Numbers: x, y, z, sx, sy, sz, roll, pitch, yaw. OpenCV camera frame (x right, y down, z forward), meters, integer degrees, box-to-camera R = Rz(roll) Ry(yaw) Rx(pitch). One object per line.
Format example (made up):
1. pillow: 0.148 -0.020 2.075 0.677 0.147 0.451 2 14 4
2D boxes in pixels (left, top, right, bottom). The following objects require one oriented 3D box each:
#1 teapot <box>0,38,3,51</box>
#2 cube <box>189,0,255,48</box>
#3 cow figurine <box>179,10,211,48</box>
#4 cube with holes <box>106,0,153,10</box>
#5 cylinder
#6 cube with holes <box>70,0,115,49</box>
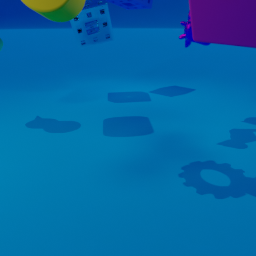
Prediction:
1. teapot: -3.888 -2.307 7.521 0.920 0.725 1.480 -27 14 -18
2. cube: 1.540 -1.821 3.390 1.200 1.200 1.200 20 55 35
3. cow figurine: 1.716 -2.240 6.138 1.368 0.763 1.390 -2 33 -4
4. cube with holes: 0.121 -5.232 10.400 1.243 1.243 1.243 17 14 39
5. cylinder: -1.758 -3.286 6.530 1.363 1.363 1.363 0 12 1
6. cube with holes: -1.373 -3.901 10.083 1.342 1.342 1.342 -16 46 -3
